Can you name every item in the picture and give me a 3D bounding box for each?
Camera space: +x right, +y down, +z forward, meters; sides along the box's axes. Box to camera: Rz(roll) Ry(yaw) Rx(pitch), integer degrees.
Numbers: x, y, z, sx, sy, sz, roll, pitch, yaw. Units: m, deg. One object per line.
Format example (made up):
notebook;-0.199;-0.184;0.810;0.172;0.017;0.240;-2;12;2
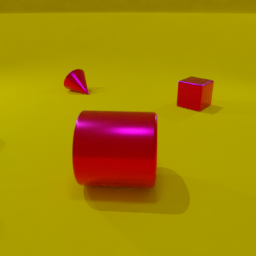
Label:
cube;2.095;-1.086;8.759;0.821;0.821;0.821;19;31;36
cone;-1.683;-1.489;10.118;0.921;0.921;0.924;-22;59;-40
cylinder;-0.172;0.363;4.930;1.328;1.328;1.328;1;24;4
